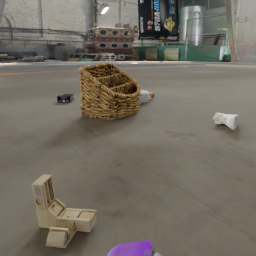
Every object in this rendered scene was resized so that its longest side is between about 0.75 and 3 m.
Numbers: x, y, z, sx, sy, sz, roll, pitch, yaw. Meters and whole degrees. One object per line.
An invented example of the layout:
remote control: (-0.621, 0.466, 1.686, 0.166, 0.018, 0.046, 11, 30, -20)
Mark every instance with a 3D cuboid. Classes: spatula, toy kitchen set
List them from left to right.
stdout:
toy kitchen set: (-0.902, 1.088, 3.729, 0.771, 0.696, 0.629, 0, 17, 14)
spatula: (0.593, 1.528, 3.156, 1.744, 0.179, 0.493, 3, 18, 11)

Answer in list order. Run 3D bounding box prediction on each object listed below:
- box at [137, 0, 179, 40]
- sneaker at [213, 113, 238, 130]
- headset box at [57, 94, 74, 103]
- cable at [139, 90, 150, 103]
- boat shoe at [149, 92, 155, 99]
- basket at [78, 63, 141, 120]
box: (1.185, -4.552, 11.190, 1.610, 2.026, 0.466, 0, -5, 1)
sneaker: (3.014, -0.217, 8.729, 0.720, 0.459, 1.246, 5, 8, 23)
headset box: (-2.848, -1.389, 12.867, 0.601, 0.312, 0.807, 1, 18, 3)
cable: (0.286, -1.466, 12.808, 1.397, 0.484, 1.398, -1, 16, -2)
boat shoe: (0.944, -1.675, 13.821, 0.372, 0.327, 1.045, -12, 19, -30)
basket: (-0.496, -1.442, 10.389, 1.739, 1.815, 2.436, 8, 17, 25)
